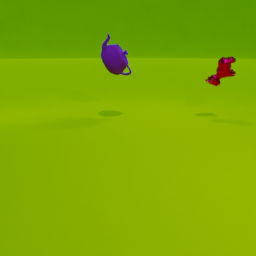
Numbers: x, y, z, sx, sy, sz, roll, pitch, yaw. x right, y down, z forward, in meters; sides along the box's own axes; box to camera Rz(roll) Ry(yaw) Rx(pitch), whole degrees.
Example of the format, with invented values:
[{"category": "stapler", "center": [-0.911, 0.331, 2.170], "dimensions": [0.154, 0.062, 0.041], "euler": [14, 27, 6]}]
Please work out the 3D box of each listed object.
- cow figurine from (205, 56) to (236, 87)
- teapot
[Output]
[{"category": "cow figurine", "center": [3.143, -1.930, 9.566], "dimensions": [0.989, 1.005, 0.552], "euler": [-6, 25, 6]}, {"category": "teapot", "center": [-0.413, -2.394, 9.410], "dimensions": [0.826, 1.686, 1.049], "euler": [-26, 39, 18]}]
